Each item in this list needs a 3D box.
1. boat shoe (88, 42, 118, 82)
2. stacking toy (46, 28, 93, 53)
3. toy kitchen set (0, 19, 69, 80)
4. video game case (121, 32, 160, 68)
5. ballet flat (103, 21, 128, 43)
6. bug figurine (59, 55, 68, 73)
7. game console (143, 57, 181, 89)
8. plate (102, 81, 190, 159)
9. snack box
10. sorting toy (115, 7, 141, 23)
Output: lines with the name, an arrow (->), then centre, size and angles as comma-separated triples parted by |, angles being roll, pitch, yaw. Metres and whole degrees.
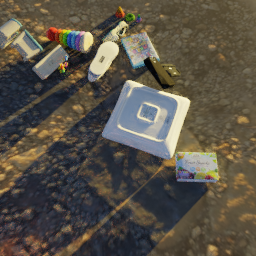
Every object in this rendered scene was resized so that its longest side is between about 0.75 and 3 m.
boat shoe -> -1.102, -2.872, 12.163 | 0.801, 0.731, 2.226 | 28, 56, -11
stacking toy -> -2.743, -4.096, 12.795 | 2.170, 0.926, 0.926 | 18, 65, 16
toy kitchen set -> -4.295, -3.527, 12.400 | 1.533, 2.085, 2.603 | -49, 113, -20
video game case -> 0.540, -3.580, 12.838 | 1.252, 0.156, 1.750 | -18, 65, -9
ballet flat -> -0.538, -4.406, 13.082 | 0.535, 0.535, 1.541 | 33, 68, 15
bug figurine -> -2.709, -2.677, 11.861 | 0.201, 0.606, 0.781 | 14, 57, -1
game console -> 1.554, -2.228, 11.253 | 1.398, 0.286, 2.370 | 56, 32, 9
plate -> 0.780, -0.501, 11.154 | 2.885, 0.466, 2.879 | 19, 65, 9
snack box -> 2.495, 1.429, 10.242 | 1.441, 0.382, 1.025 | 1, 64, 1
sorting toy -> 0.010, -5.571, 13.646 | 1.379, 0.475, 0.478 | 22, 66, 11
